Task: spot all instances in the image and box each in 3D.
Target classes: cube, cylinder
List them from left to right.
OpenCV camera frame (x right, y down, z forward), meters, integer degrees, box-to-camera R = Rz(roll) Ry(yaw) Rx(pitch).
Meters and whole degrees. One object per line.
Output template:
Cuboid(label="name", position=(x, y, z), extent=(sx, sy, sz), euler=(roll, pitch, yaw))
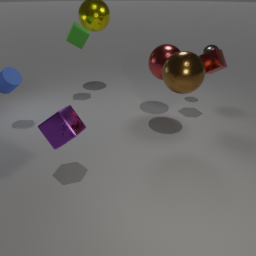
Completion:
Cuboid(label="cylinder", position=(-4.134, -1.628, 9.617), extent=(0.700, 0.700, 0.700), euler=(-27, 12, 34))
Cuboid(label="cube", position=(-1.567, -0.022, 6.732), extent=(0.700, 0.700, 0.700), euler=(-32, 8, 20))
Cuboid(label="cube", position=(-2.045, -3.775, 11.438), extent=(0.700, 0.700, 0.700), euler=(25, 24, -24))
Cuboid(label="cube", position=(3.130, -2.443, 10.302), extent=(0.700, 0.700, 0.700), euler=(-19, -4, 36))

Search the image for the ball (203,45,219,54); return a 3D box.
Cuboid(label="ball", position=(3.489, -3.133, 11.743), extent=(0.700, 0.700, 0.700), euler=(0, 28, 0))

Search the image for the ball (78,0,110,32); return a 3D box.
Cuboid(label="ball", position=(-1.482, -4.973, 12.344), extent=(1.400, 1.400, 1.400), euler=(0, 28, 0))

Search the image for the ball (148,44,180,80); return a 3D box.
Cuboid(label="ball", position=(1.501, -2.578, 11.029), extent=(1.400, 1.400, 1.400), euler=(0, 28, 0))

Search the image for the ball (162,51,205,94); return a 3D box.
Cuboid(label="ball", position=(1.830, -1.821, 9.245), extent=(1.400, 1.400, 1.400), euler=(0, 28, 0))
